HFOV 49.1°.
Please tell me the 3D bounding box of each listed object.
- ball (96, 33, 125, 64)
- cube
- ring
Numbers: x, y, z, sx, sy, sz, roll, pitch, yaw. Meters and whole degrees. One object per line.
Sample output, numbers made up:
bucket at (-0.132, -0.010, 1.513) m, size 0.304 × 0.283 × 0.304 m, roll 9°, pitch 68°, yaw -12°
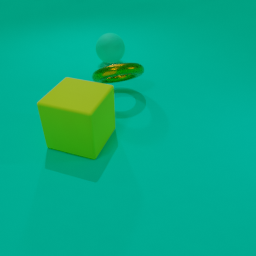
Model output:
ball at (-0.660, -2.982, 10.498) m, size 1.105 × 1.105 × 1.105 m, roll 0°, pitch 38°, yaw 0°
cube at (-1.178, -0.270, 6.862) m, size 1.341 × 1.341 × 1.341 m, roll 12°, pitch 39°, yaw 15°
ring at (-0.298, -1.650, 8.519) m, size 1.607 × 0.321 × 1.607 m, roll -10°, pitch 1°, yaw 0°
